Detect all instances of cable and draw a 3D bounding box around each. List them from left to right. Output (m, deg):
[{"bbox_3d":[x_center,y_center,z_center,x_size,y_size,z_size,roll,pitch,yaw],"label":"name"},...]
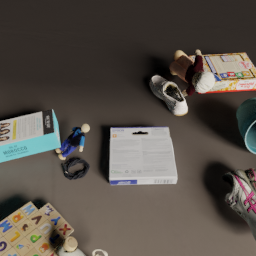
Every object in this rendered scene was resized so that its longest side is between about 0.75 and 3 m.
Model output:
[{"bbox_3d":[-1.547,1.260,8.534,0.797,0.203,0.651,-11,49,-10],"label":"cable"}]

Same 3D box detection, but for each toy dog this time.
[{"bbox_3d":[-1.165,3.083,6.368,1.296,0.855,0.624,19,24,9],"label":"toy dog"}]

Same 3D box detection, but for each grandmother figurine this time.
[{"bbox_3d":[2.349,-2.000,10.452,0.869,1.740,2.869,-3,25,-10],"label":"grandmother figurine"}]

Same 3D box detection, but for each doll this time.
[{"bbox_3d":[-1.663,0.399,8.724,1.363,0.330,0.930,-46,53,13],"label":"doll"}]

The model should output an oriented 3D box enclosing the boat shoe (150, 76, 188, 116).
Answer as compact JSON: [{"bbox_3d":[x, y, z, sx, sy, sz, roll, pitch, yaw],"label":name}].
[{"bbox_3d":[1.550,-1.440,10.597,0.796,0.779,2.248,-24,50,-15],"label":"boat shoe"}]

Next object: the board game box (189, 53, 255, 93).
[{"bbox_3d":[3.908,-2.302,11.526,2.499,0.579,1.893,-4,48,-3],"label":"board game box"}]

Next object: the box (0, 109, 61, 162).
[{"bbox_3d":[-3.668,0.338,8.849,2.883,0.709,1.186,-14,45,-7],"label":"box"}]

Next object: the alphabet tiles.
[{"bbox_3d":[-2.380,2.753,6.741,1.710,0.065,2.055,42,43,15],"label":"alphabet tiles"}]

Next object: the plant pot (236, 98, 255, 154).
[{"bbox_3d":[4.284,-0.191,9.069,1.587,1.587,1.491,-2,32,-2],"label":"plant pot"}]

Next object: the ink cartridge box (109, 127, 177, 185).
[{"bbox_3d":[0.415,0.827,8.780,2.019,0.411,2.023,-1,48,-1],"label":"ink cartridge box"}]

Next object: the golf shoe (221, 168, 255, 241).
[{"bbox_3d":[3.148,2.089,7.453,1.032,0.814,2.242,-8,40,10],"label":"golf shoe"}]
